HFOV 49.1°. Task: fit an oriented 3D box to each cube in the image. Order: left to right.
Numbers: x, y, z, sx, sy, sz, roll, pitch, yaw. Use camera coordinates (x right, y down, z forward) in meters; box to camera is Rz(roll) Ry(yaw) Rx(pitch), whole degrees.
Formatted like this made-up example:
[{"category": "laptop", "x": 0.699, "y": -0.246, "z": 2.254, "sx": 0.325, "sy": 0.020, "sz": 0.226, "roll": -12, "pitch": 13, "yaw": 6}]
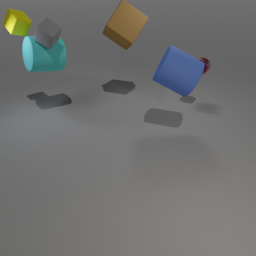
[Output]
[{"category": "cube", "x": -4.394, "y": -4.186, "z": 11.129, "sx": 0.700, "sy": 0.700, "sz": 0.700, "roll": 50, "pitch": 32, "yaw": 19}, {"category": "cube", "x": -3.053, "y": -3.612, "z": 10.707, "sx": 0.700, "sy": 0.700, "sz": 0.700, "roll": 33, "pitch": 55, "yaw": -8}, {"category": "cube", "x": -0.153, "y": -4.624, "z": 12.713, "sx": 1.400, "sy": 1.400, "sz": 1.400, "roll": 32, "pitch": -2, "yaw": -12}]

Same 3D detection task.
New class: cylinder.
[{"category": "cylinder", "x": -3.481, "y": -3.070, "z": 11.659, "sx": 1.400, "sy": 1.400, "sz": 1.400, "roll": -12, "pitch": 30, "yaw": -34}, {"category": "cylinder", "x": 1.826, "y": -2.060, "z": 10.232, "sx": 1.400, "sy": 1.400, "sz": 1.400, "roll": 27, "pitch": 30, "yaw": -5}, {"category": "cylinder", "x": 3.259, "y": -2.753, "z": 12.495, "sx": 0.700, "sy": 0.700, "sz": 0.700, "roll": 13, "pitch": 24, "yaw": 23}]
